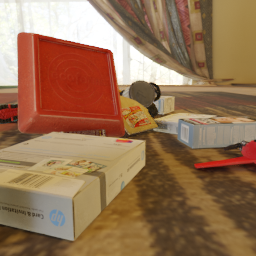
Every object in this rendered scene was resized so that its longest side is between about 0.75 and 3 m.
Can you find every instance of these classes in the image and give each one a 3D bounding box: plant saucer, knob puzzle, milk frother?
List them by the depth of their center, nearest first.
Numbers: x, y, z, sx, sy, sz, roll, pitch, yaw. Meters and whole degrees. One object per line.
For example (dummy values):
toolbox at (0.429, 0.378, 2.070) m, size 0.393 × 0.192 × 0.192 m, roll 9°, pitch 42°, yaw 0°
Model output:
plant saucer at (-1.433, -1.264, 7.669) m, size 2.939 × 2.945 × 0.540 m, roll 3°, pitch -23°, yaw -30°
knob puzzle at (0.089, -0.430, 8.952) m, size 1.595 × 0.221 × 1.595 m, roll 19°, pitch 44°, yaw -19°
milk frother at (0.660, -1.370, 11.133) m, size 1.616 × 1.790 × 1.684 m, roll 30°, pitch -13°, yaw -14°

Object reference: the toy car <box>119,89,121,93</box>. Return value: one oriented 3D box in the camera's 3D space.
toy car at (-1.155, -1.786, 15.924) m, size 1.761 × 1.541 × 1.320 m, roll 15°, pitch 62°, yaw 35°

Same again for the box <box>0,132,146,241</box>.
box at (-1.175, 0.684, 4.817) m, size 2.277 × 0.601 × 2.921 m, roll 4°, pitch 13°, yaw 19°

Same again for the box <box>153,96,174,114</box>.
box at (0.924, -1.226, 14.119) m, size 2.501 × 0.752 × 1.459 m, roll 6°, pitch 13°, yaw 29°

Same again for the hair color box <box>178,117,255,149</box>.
hair color box at (2.573, 0.092, 7.671) m, size 2.160 × 0.655 × 1.069 m, roll -2°, pitch 11°, yaw -11°

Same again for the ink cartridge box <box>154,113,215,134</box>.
ink cartridge box at (1.976, -0.166, 9.513) m, size 1.486 × 0.439 × 1.856 m, roll 8°, pitch 14°, yaw 38°

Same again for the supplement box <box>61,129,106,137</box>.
supplement box at (-1.156, 0.278, 7.074) m, size 1.110 × 0.338 × 0.604 m, roll -5°, pitch -12°, yaw -20°

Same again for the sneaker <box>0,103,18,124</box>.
sneaker at (-4.140, -0.707, 11.173) m, size 2.264 × 0.898 × 1.082 m, roll -2°, pitch 10°, yaw -11°

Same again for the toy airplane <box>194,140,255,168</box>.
toy airplane at (2.791, 0.619, 5.337) m, size 2.868 × 0.528 × 2.868 m, roll -2°, pitch 11°, yaw 0°
